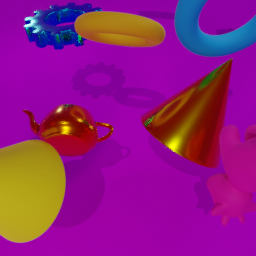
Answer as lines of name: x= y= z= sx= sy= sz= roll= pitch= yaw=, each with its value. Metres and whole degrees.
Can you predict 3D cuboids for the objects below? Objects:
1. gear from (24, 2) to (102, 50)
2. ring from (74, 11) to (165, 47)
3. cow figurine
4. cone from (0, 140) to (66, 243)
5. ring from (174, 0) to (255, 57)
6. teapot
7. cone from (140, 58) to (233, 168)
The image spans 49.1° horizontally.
gear: x=-1.309 y=-2.182 z=5.879 sx=1.630 sy=0.302 sz=1.630 roll=-3 pitch=44 yaw=3
ring: x=-0.135 y=-1.676 z=4.861 sx=1.565 sy=0.313 sz=1.565 roll=6 pitch=9 yaw=-1
cow figurine: x=1.601 y=0.651 z=3.649 sx=0.790 sy=1.440 sz=1.417 roll=0 pitch=88 yaw=-17
cone: x=-1.851 y=0.696 z=3.533 sx=1.492 sy=1.497 sz=1.492 roll=-9 pitch=70 yaw=25
ring: x=1.640 y=-1.857 z=4.384 sx=1.854 sy=1.854 sz=0.371 roll=-8 pitch=59 yaw=-7
teapot: x=-1.003 y=-0.016 z=4.608 sx=1.547 sy=0.962 sz=0.758 roll=7 pitch=55 yaw=-7
cone: x=1.340 y=-0.468 z=4.915 sx=1.663 sy=1.670 sz=1.663 roll=27 pitch=18 yaw=-10
